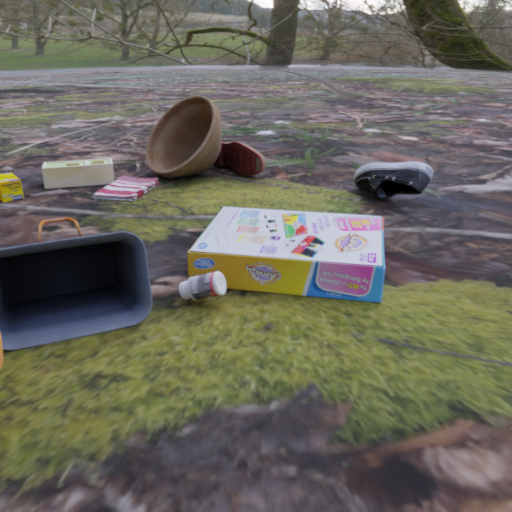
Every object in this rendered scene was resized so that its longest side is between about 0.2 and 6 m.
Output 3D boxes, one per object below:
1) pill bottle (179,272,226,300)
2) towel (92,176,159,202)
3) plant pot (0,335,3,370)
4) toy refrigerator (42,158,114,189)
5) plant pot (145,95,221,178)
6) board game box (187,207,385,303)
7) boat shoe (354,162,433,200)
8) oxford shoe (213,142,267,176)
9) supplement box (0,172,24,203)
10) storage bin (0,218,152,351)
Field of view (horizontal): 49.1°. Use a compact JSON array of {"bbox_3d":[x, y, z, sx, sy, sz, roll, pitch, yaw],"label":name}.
[{"bbox_3d":[-0.794,0.456,8.219,0.643,0.356,0.356,-12,18,22],"label":"pill bottle"},{"bbox_3d":[-3.148,-1.651,13.591,1.101,0.174,1.529,4,24,12],"label":"towel"},{"bbox_3d":[-3.244,1.363,5.490,1.534,1.073,1.534,0,24,0],"label":"plant pot"},{"bbox_3d":[-4.471,-2.111,14.119,1.683,0.589,0.639,-6,24,-14],"label":"toy refrigerator"},{"bbox_3d":[-1.705,-2.952,14.818,2.360,2.360,1.089,25,-7,44],"label":"plant pot"},{"bbox_3d":[0.616,-0.120,9.481,3.017,0.608,2.308,5,24,11],"label":"board game box"},{"bbox_3d":[3.005,-1.628,12.806,2.222,0.777,0.736,7,64,52],"label":"boat shoe"},{"bbox_3d":[-0.364,-2.743,15.297,0.903,0.851,2.415,-10,26,-35],"label":"oxford shoe"},{"bbox_3d":[-5.829,-1.609,13.089,0.475,0.478,0.872,-19,29,-33],"label":"supplement box"},{"bbox_3d":[-2.731,0.215,7.857,2.135,1.554,1.434,-11,15,-23],"label":"storage bin"}]
